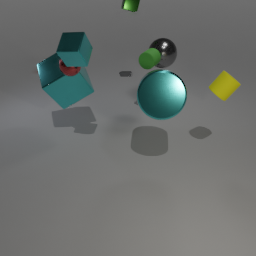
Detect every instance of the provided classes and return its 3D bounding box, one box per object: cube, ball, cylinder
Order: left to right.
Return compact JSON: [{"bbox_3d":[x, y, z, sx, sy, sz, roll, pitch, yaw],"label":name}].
[{"bbox_3d":[-2.320,-1.853,10.436,1.400,1.400,1.400,-29,54,7],"label":"cube"},{"bbox_3d":[-1.867,-2.017,9.031,0.700,0.700,0.700,0,30,0],"label":"ball"},{"bbox_3d":[-1.517,-2.246,8.039,0.700,0.700,0.700,4,67,17],"label":"cube"},{"bbox_3d":[0.122,-5.968,13.372,0.700,0.700,0.700,9,22,-15],"label":"cube"},{"bbox_3d":[0.889,-2.826,11.421,0.700,0.700,0.700,15,35,24],"label":"cylinder"},{"bbox_3d":[0.985,-1.048,8.462,1.400,1.400,1.400,2,13,3],"label":"cylinder"},{"bbox_3d":[1.640,-3.564,13.362,1.400,1.400,1.400,0,30,0],"label":"ball"},{"bbox_3d":[3.064,-1.339,8.905,0.700,0.700,0.700,33,24,-16],"label":"cylinder"}]
